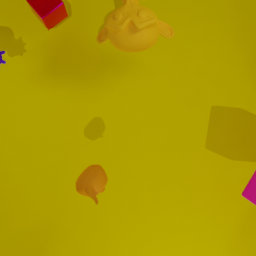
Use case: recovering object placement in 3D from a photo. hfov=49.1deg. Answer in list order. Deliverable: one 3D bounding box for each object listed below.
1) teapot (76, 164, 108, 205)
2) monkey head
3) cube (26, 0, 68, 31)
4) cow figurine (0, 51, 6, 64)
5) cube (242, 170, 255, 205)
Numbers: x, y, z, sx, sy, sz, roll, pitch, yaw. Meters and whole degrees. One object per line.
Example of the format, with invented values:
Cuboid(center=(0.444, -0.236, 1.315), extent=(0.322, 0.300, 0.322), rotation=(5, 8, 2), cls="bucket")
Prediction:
Cuboid(center=(-0.737, 1.188, 5.992), extent=(0.739, 1.189, 0.582), rotation=(-43, 105, 13), cls="teapot")
Cuboid(center=(0.105, -2.291, 5.978), extent=(1.761, 1.061, 1.267), rotation=(-2, 80, 8), cls="monkey head")
Cuboid(center=(-2.176, -3.261, 7.593), extent=(0.723, 0.723, 0.723), rotation=(-40, 87, -5), cls="cube")
Cuboid(center=(-3.537, -1.760, 6.459), extent=(1.228, 1.248, 0.685), rotation=(-4, 83, -15), cls="cow figurine")
Cuboid(center=(3.588, 1.194, 6.240), extent=(1.269, 1.269, 1.269), rotation=(35, 125, 31), cls="cube")
